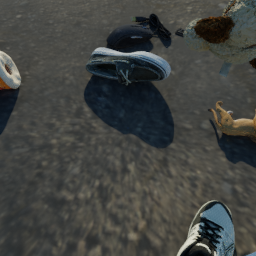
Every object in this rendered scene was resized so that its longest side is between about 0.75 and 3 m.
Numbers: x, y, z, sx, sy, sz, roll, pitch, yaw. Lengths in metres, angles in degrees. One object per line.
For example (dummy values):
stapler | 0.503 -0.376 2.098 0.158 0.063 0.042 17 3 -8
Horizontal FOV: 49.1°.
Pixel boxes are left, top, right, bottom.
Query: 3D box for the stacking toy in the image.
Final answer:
stacking toy | -4.406 -1.555 8.814 1.695 1.239 1.239 -21 50 6

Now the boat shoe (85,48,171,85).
boat shoe | -0.070 -1.839 9.050 2.839 1.023 1.007 14 58 25

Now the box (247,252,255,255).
box | 2.799 2.699 5.024 1.876 0.951 1.055 -16 51 -13

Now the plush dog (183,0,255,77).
plush dog | 2.536 -2.168 6.039 2.376 2.041 1.907 -31 81 13

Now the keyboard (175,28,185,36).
keyboard | 2.471 -3.801 11.118 1.102 0.218 0.574 28 55 21

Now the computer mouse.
computer mouse | 0.287 -4.005 11.039 2.572 0.592 1.806 -14 52 -12

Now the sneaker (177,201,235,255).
sneaker | 1.475 2.329 5.235 0.958 1.111 2.534 19 50 21

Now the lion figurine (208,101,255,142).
lion figurine | 3.166 -0.052 7.682 1.989 0.721 1.218 3 56 21
